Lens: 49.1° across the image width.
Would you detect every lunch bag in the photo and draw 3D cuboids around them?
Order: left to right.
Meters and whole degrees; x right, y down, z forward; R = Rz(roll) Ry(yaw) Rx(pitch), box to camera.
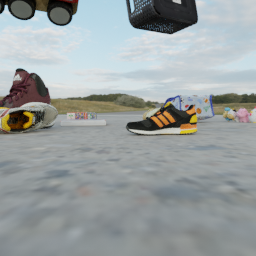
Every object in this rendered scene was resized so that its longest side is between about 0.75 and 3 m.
[{"bbox_3d":[2.545,-0.816,12.375,1.653,1.204,1.944,-1,-9,-16],"label":"lunch bag"}]

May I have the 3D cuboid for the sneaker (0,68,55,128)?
[{"bbox_3d":[-3.017,-0.743,6.983,1.034,1.578,2.733,2,4,29],"label":"sneaker"}]

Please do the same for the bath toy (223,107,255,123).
[{"bbox_3d":[5.012,-0.581,12.257,0.806,0.685,1.852,-2,4,-23],"label":"bath toy"}]

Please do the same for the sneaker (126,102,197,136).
[{"bbox_3d":[0.670,-0.197,5.584,1.450,0.653,0.507,0,3,-8],"label":"sneaker"}]

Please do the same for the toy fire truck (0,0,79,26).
[{"bbox_3d":[-1.330,-2.449,3.736,1.459,1.067,1.658,4,-32,-16],"label":"toy fire truck"}]

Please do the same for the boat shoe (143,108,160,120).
[{"bbox_3d":[1.036,-0.542,11.685,0.589,0.657,1.774,7,5,16],"label":"boat shoe"}]

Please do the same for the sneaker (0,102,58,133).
[{"bbox_3d":[-2.194,-0.171,6.168,0.708,0.671,1.724,7,16,32],"label":"sneaker"}]

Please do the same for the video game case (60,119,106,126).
[{"bbox_3d":[-1.517,-0.204,9.927,1.455,0.178,2.036,-1,4,-5],"label":"video game case"}]

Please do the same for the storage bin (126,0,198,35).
[{"bbox_3d":[1.002,-3.641,8.123,2.083,1.408,0.977,-9,0,-42],"label":"storage bin"}]

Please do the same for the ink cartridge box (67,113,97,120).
[{"bbox_3d":[-2.251,-0.507,12.883,0.940,0.435,1.726,1,2,23],"label":"ink cartridge box"}]
